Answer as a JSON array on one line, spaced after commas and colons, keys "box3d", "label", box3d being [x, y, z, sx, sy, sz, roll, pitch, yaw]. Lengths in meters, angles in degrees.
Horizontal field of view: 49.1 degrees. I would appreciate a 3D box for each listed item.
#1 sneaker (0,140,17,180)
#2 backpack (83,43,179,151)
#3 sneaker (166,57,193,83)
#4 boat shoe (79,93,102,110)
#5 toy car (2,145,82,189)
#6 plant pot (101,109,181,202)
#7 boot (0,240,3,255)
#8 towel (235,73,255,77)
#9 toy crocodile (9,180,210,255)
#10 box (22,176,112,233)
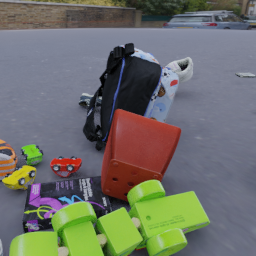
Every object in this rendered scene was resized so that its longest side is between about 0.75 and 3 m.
[{"box3d": [-3.265, 0.655, 5.600, 1.957, 0.759, 1.096, 3, 17, -20], "label": "sneaker"}, {"box3d": [0.080, -0.941, 7.083, 1.941, 2.520, 2.400, 14, 26, -19], "label": "backpack"}, {"box3d": [1.343, -1.940, 10.296, 2.308, 1.150, 0.864, -27, 69, -6], "label": "sneaker"}, {"box3d": [-1.151, -0.824, 9.055, 1.382, 0.427, 0.517, 17, -16, 44], "label": "boat shoe"}, {"box3d": [-1.837, 0.741, 5.733, 1.499, 0.334, 1.411, -13, 26, -29], "label": "toy car"}, {"box3d": [0.132, 0.602, 4.843, 1.228, 1.229, 1.083, 17, 36, 1], "label": "plant pot"}, {"box3d": [-2.752, 1.233, 3.730, 2.232, 1.008, 0.812, 4, 24, 9], "label": "boot"}, {"box3d": [5.737, -2.613, 13.702, 0.782, 0.135, 0.753, -1, 24, -1], "label": "towel"}, {"box3d": [-0.100, 1.396, 3.654, 2.747, 0.848, 0.927, -9, 54, -29], "label": "toy crocodile"}, {"box3d": [-1.015, 1.223, 4.726, 1.361, 0.246, 0.973, -4, 24, -13], "label": "box"}]
